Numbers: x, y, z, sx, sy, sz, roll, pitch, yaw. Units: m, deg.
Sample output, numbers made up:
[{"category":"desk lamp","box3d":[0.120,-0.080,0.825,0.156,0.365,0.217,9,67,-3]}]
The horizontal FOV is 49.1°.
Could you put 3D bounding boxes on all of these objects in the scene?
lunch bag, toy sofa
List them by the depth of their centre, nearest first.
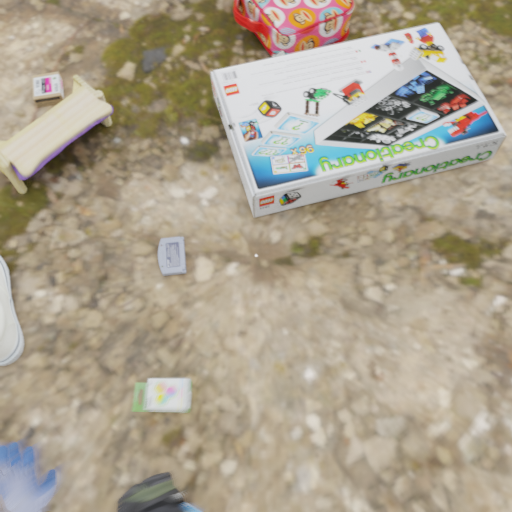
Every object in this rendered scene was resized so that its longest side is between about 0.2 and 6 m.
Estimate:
[{"category":"toy sofa","box3d":[-4.037,-2.361,11.323,1.212,1.029,2.484,40,70,13]},{"category":"lunch bag","box3d":[0.657,-5.817,12.960,2.410,1.121,2.736,-24,66,-12]}]

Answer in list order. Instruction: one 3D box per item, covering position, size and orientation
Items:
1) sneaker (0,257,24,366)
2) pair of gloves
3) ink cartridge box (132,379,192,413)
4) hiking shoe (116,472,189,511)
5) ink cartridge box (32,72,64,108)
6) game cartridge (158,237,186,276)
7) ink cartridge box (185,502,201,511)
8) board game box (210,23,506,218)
[{"category":"sneaker","box3d":[-4.873,0.591,9.885,1.013,0.982,2.773,-29,67,-14]},{"category":"pair of gloves","box3d":[-3.946,3.524,8.257,2.126,1.709,0.242,-3,21,3]},{"category":"ink cartridge box","box3d":[-1.594,2.345,9.413,0.983,0.292,0.510,1,64,0]},{"category":"hiking shoe","box3d":[-1.817,4.178,7.735,2.347,0.889,1.182,-48,64,4]},{"category":"ink cartridge box","box3d":[-4.609,-3.682,12.389,0.608,0.277,0.738,-12,63,-5]},{"category":"game cartridge","box3d":[-1.608,0.009,10.650,0.512,0.157,0.769,-4,64,-6]},{"category":"ink cartridge box","box3d":[-1.063,4.524,8.204,0.854,0.492,1.475,25,66,16]},{"category":"board game box","box3d":[1.978,-2.952,11.666,5.224,0.904,3.298,-14,65,-7]}]
